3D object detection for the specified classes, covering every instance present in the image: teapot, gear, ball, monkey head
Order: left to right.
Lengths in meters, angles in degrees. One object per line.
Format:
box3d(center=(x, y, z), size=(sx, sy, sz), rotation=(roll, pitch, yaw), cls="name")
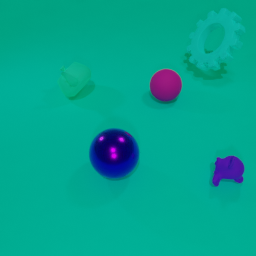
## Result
box3d(center=(-1.705, -1.542, 8.558), size=(1.123, 0.885, 1.807), rotation=(-46, 13, 7), cls="teapot")
box3d(center=(-0.312, 0.578, 6.409), size=(1.160, 1.160, 1.160), rotation=(0, 44, 0), cls="ball")
box3d(center=(1.147, -1.297, 8.513), size=(0.979, 0.979, 0.979), rotation=(0, 44, 0), cls="ball")
box3d(center=(2.790, -2.844, 9.095), size=(0.359, 1.939, 1.939), rotation=(14, 32, -38), cls="gear")
box3d(center=(2.232, 0.986, 6.226), size=(0.620, 1.030, 0.741), rotation=(7, 58, 38), cls="monkey head")
